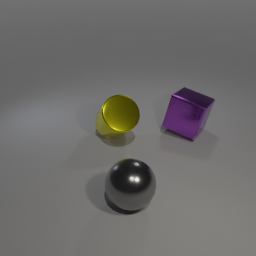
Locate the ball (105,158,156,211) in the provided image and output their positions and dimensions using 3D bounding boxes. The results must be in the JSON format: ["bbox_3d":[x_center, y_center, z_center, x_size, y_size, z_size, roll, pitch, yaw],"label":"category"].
[{"bbox_3d":[0.072,1.531,7.647,1.400,1.400,1.400,0,29,0],"label":"ball"}]

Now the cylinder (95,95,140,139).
[{"bbox_3d":[-0.424,-0.374,10.531,1.400,1.400,1.400,-11,-9,-19],"label":"cylinder"}]

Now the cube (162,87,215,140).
[{"bbox_3d":[2.411,-0.614,11.148,1.400,1.400,1.400,26,31,21],"label":"cube"}]
